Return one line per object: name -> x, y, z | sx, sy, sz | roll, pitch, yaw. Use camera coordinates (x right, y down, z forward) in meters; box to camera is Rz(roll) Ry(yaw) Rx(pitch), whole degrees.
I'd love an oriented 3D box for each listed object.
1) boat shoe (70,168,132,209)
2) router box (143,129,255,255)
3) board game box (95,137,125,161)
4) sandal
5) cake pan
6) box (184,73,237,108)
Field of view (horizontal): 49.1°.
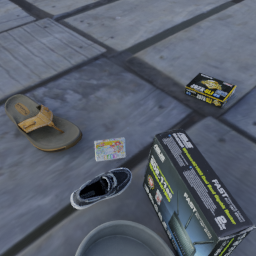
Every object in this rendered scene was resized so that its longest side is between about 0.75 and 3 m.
boat shoe -> -0.493, 1.265, 6.285 | 1.649, 0.559, 0.592 | -16, 69, -37
router box -> 1.163, 1.462, 5.557 | 0.735, 1.773, 2.366 | -11, 46, -20
board game box -> -0.460, 0.554, 7.282 | 0.784, 0.527, 0.134 | -7, 21, -16
sandal -> -2.547, -0.296, 7.921 | 2.908, 0.794, 1.188 | 36, 64, 27
cake pan -> 0.000, 2.680, 4.970 | 2.073, 0.380, 2.073 | 16, 40, -13
box -> 2.730, -1.278, 9.325 | 1.358, 0.335, 1.085 | 28, 51, 26
